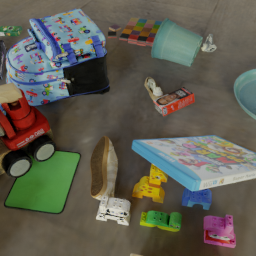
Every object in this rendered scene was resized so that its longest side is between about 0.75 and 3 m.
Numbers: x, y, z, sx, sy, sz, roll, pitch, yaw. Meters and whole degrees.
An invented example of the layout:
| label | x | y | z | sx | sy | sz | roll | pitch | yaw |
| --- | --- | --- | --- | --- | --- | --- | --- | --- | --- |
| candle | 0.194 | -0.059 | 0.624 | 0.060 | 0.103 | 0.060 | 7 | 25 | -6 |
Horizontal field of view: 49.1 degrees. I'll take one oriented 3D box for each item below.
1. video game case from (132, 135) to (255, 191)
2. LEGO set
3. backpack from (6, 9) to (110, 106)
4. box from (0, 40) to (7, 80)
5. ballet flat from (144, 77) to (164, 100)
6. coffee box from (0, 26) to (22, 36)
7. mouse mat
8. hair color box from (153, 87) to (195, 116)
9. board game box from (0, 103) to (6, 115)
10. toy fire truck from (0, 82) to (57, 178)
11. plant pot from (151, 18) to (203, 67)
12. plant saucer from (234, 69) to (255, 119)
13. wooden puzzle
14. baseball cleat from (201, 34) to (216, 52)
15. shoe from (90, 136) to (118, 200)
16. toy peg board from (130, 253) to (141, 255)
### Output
| label | x | y | z | sx | sy | sz | roll | pitch | yaw |
| --- | --- | --- | --- | --- | --- | --- | --- | --- | --- |
| video game case | 1.541 | 0.564 | 5.520 | 2.442 | 0.217 | 1.748 | -2 | 20 | -33 |
| LEGO set | 0.760 | 1.310 | 5.328 | 2.666 | 1.094 | 1.017 | 8 | 47 | 8 |
| backpack | -2.148 | -1.921 | 7.885 | 2.741 | 1.844 | 2.503 | -19 | 50 | -15 |
| box | -5.311 | -2.060 | 8.941 | 2.572 | 0.464 | 1.839 | -9 | 47 | -10 |
| ballet flat | 0.766 | -1.109 | 8.118 | 0.381 | 0.352 | 1.079 | -20 | 50 | -16 |
| coffee box | -4.494 | -3.691 | 10.669 | 0.807 | 0.178 | 0.496 | 0 | 47 | 1 |
| mouse mat | -1.845 | 1.119 | 6.232 | 1.293 | 0.061 | 1.607 | 6 | 46 | 6 |
| hair color box | 1.230 | -0.718 | 7.490 | 0.973 | 0.298 | 0.494 | -25 | 37 | -11 |
| board game box | -3.708 | -0.436 | 7.555 | 1.214 | 0.209 | 0.822 | 31 | 57 | 26 |
| toy fire truck | -2.678 | 0.045 | 5.482 | 2.226 | 2.529 | 1.627 | -34 | 54 | -26 |
| plant pot | 1.617 | -2.679 | 9.053 | 1.296 | 1.323 | 1.323 | 24 | 51 | 12 |
| plant saucer | 4.250 | -0.798 | 7.833 | 2.578 | 0.353 | 2.578 | -1 | 47 | 1 |
| wooden puzzle | 0.683 | -3.629 | 10.597 | 2.829 | 0.199 | 1.678 | 12 | 48 | 11 |
| baseball cleat | 2.940 | -2.980 | 9.955 | 0.491 | 0.321 | 0.922 | 26 | 61 | 15 |
| shoe | -0.519 | 0.885 | 6.225 | 0.448 | 0.586 | 1.677 | 33 | 36 | -29 |
| toy peg board | 0.812 | 2.470 | 3.962 | 1.688 | 1.681 | 0.826 | 9 | 63 | 9 |
